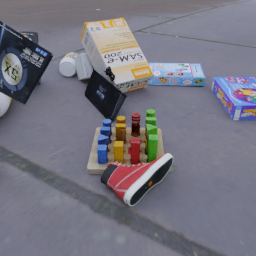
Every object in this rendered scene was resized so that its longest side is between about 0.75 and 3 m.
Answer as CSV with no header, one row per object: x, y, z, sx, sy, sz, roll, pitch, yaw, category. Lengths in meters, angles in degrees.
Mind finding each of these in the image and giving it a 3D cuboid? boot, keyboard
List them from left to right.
-0.791,-1.391,9.983,0.322,1.509,2.513,10,22,-37,keyboard
0.195,0.946,6.705,1.662,0.602,1.199,-35,47,-29,boot

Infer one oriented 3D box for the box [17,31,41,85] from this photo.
-4.920,-2.684,10.756,2.952,2.338,0.713,1,60,-14,box

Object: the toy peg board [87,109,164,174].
-0.011,0.255,7.629,1.980,0.973,1.989,1,32,1,toy peg board

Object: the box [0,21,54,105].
-1.660,-0.911,3.787,0.991,0.811,0.427,31,-3,-24,box

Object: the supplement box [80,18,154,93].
-0.472,-2.868,11.193,1.824,1.064,2.894,-20,75,-28,supplement box

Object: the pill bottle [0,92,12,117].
-4.729,-1.223,9.433,1.592,1.592,2.860,-6,32,-9,pill bottle

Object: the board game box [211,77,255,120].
4.282,-1.160,10.306,1.698,0.566,2.526,-1,32,-1,board game box

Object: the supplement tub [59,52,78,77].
-2.654,-2.927,12.929,0.851,0.851,1.178,2,32,4,supplement tub

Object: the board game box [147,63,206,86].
2.091,-2.424,12.481,2.411,0.441,1.824,3,32,5,board game box

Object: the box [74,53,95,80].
-1.688,-2.676,12.057,0.891,1.034,1.040,-15,10,-23,box
